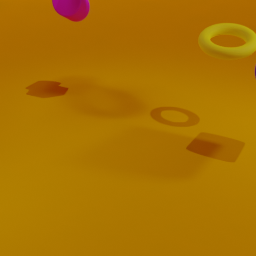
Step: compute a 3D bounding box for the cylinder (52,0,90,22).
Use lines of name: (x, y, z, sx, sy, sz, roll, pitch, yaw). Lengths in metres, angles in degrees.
cylinder: (-1.945, -4.277, 9.657, 1.015, 1.015, 1.015, 4, 12, 8)

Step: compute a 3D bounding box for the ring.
ring: (2.656, -2.325, 7.460, 1.531, 0.306, 1.531, -3, 48, 3)
